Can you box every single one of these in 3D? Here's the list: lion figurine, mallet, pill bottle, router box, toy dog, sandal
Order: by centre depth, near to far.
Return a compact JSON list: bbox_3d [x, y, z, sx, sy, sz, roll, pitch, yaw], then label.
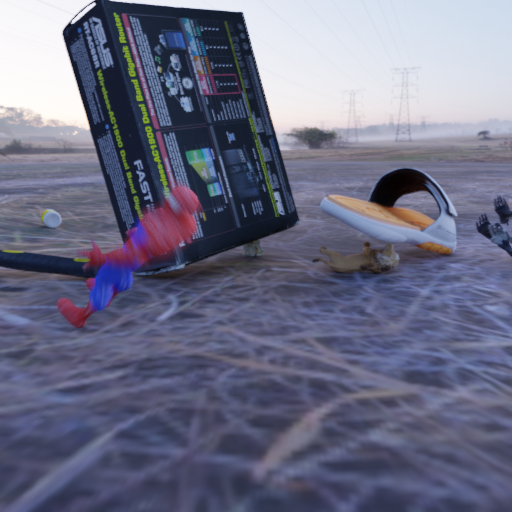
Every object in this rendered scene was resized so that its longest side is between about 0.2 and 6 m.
[{"bbox_3d":[-3.555,-0.032,7.466,3.335,0.686,1.098,5,12,2],"label":"mallet"},{"bbox_3d":[1.318,0.070,7.478,1.104,0.400,0.676,-13,20,5],"label":"lion figurine"},{"bbox_3d":[-0.894,-1.620,7.648,1.025,3.300,2.473,-11,6,43],"label":"router box"},{"bbox_3d":[2.178,-0.737,8.011,1.303,0.975,3.402,34,18,31],"label":"sandal"},{"bbox_3d":[-0.083,-0.105,8.590,0.348,0.250,0.358,-40,25,-11],"label":"toy dog"},{"bbox_3d":[-4.206,-0.767,11.433,0.339,0.339,0.620,-6,13,-28],"label":"pill bottle"}]

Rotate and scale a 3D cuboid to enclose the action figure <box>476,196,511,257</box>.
[{"bbox_3d":[3.774,-0.381,8.033,0.899,0.772,1.512,-41,23,3],"label":"action figure"}]

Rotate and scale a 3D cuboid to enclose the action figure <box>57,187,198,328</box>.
[{"bbox_3d":[-1.081,-0.006,4.754,1.951,0.504,0.638,-34,2,39],"label":"action figure"}]
